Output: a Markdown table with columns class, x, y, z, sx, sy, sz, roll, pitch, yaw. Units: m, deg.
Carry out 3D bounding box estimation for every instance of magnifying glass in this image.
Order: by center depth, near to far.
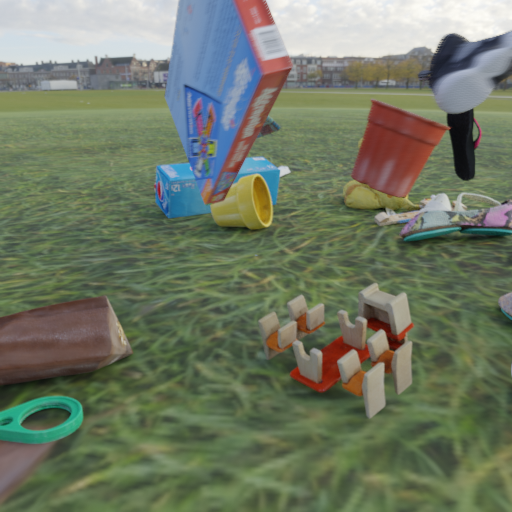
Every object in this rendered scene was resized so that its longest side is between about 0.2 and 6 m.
| class | x | y | z | sx | sy | sz | roll | pitch | yaw |
| --- | --- | --- | --- | --- | --- | --- | --- | --- | --- |
| magnifying glass | -2.586 | 1.712 | 5.619 | 1.618 | 0.181 | 0.644 | -3 | 19 | -15 |

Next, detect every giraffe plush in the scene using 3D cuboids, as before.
| class | x | y | z | sx | sy | sz | roll | pitch | yaw |
| --- | --- | --- | --- | --- | --- | --- | --- | --- | --- |
| giraffe plush | 3.253 | -2.158 | 14.335 | 1.935 | 1.819 | 2.243 | -4 | 19 | -11 |

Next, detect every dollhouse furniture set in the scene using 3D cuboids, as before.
| class | x | y | z | sx | sy | sz | roll | pitch | yaw |
| --- | --- | --- | --- | --- | --- | --- | --- | --- | --- |
| dollhouse furniture set | 1.155 | 1.103 | 6.743 | 1.675 | 0.873 | 1.694 | -28 | 31 | -33 |

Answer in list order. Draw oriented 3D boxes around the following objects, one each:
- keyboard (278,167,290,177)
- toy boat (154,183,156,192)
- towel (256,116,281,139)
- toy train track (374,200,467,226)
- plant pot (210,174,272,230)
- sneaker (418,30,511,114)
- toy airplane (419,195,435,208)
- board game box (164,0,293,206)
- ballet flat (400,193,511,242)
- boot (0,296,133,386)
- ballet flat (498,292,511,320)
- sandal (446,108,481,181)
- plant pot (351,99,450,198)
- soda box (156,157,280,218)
| class | x | y | z | sx | sy | sz | roll | pitch | yaw |
| --- | --- | --- | --- | --- | --- | --- | --- | --- | --- |
| keyboard | -0.508 | -2.266 | 17.226 | 1.386 | 0.262 | 4.923 | 3 | 18 | 26 |
| toy boat | -2.482 | -2.038 | 15.946 | 0.857 | 0.560 | 0.559 | -8 | 21 | -23 |
| towel | -0.401 | -3.603 | 13.800 | 1.881 | 0.204 | 1.379 | 38 | -14 | -22 |
| toy train track | 3.878 | -1.079 | 13.117 | 2.297 | 0.374 | 1.317 | -10 | 33 | -14 |
| plant pot | -0.367 | -1.142 | 12.558 | 1.133 | 1.205 | 1.205 | -9 | 15 | 21 |
| sneaker | 3.925 | -3.437 | 9.376 | 2.438 | 0.920 | 1.388 | -29 | 41 | 10 |
| toy airplane | 4.416 | -1.290 | 13.959 | 0.604 | 0.428 | 0.607 | 9 | 23 | 28 |
| board game box | -0.693 | -2.699 | 8.867 | 0.467 | 2.470 | 4.798 | -17 | -9 | -17 |
| ballet flat | 4.203 | -0.834 | 11.708 | 2.671 | 0.950 | 0.923 | -4 | -7 | -11 |
| boot | -2.802 | 1.228 | 5.950 | 3.130 | 1.005 | 2.917 | -2 | 20 | -20 |
| ballet flat | 4.167 | 0.744 | 7.325 | 0.868 | 0.858 | 2.550 | -6 | 20 | -14 |
| sandal | 4.113 | -2.328 | 10.947 | 0.405 | 1.797 | 0.675 | -25 | 35 | -9 |
| plant pot | 2.504 | -1.904 | 10.191 | 1.479 | 1.438 | 1.479 | 19 | 18 | -6 |
| soda box | -0.956 | -1.767 | 14.180 | 3.038 | 1.030 | 0.975 | -10 | 34 | -26 |
